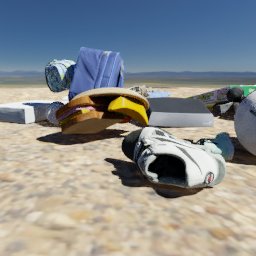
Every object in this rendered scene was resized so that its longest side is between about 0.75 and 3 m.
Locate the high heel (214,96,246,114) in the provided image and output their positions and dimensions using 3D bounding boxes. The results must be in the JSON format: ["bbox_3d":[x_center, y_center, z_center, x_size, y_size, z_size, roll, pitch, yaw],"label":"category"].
[{"bbox_3d":[5.546,-0.948,12.196,2.087,1.045,2.928,-10,9,-33],"label":"high heel"}]

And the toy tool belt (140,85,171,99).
[{"bbox_3d":[1.541,-1.481,14.064,2.217,1.362,1.384,-7,13,-30],"label":"toy tool belt"}]

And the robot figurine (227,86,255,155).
[{"bbox_3d":[3.623,-0.258,6.907,2.096,1.741,2.789,-4,8,30],"label":"robot figurine"}]

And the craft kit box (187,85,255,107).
[{"bbox_3d":[5.013,-1.617,14.711,2.912,0.706,2.876,-7,-5,-37],"label":"craft kit box"}]

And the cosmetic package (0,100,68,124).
[{"bbox_3d":[-4.222,-0.771,12.240,1.990,0.682,2.639,7,14,25],"label":"cosmetic package"}]

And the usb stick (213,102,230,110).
[{"bbox_3d":[5.731,-1.167,14.460,2.885,0.470,0.800,-6,0,-21],"label":"usb stick"}]

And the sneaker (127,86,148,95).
[{"bbox_3d":[-0.004,-2.213,18.616,2.900,1.117,1.231,-4,7,-20],"label":"sneaker"}]

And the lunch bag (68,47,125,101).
[{"bbox_3d":[-0.998,-1.567,10.265,1.632,2.467,1.676,11,-7,14],"label":"lunch bag"}]

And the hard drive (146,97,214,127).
[{"bbox_3d":[1.883,-0.643,10.729,2.522,0.534,1.701,1,31,-8],"label":"hard drive"}]

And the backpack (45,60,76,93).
[{"bbox_3d":[-2.567,-2.030,10.967,1.635,1.334,1.257,1,15,31],"label":"backpack"}]

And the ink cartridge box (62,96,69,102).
[{"bbox_3d":[-2.671,-1.229,14.366,1.269,0.764,1.746,-2,10,-8],"label":"ink cartridge box"}]

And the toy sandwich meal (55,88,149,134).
[{"bbox_3d":[-0.671,-0.338,8.482,2.845,0.974,2.845,-5,-17,-1],"label":"toy sandwich meal"}]

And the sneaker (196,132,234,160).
[{"bbox_3d":[2.083,0.357,6.925,0.800,0.499,1.356,8,15,8],"label":"sneaker"}]

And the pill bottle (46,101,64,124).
[{"bbox_3d":[-2.794,-0.593,11.032,0.814,0.814,1.362,-2,13,-12],"label":"pill bottle"}]

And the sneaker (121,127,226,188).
[{"bbox_3d":[0.498,0.514,5.251,1.053,0.881,2.379,-7,12,-41],"label":"sneaker"}]
